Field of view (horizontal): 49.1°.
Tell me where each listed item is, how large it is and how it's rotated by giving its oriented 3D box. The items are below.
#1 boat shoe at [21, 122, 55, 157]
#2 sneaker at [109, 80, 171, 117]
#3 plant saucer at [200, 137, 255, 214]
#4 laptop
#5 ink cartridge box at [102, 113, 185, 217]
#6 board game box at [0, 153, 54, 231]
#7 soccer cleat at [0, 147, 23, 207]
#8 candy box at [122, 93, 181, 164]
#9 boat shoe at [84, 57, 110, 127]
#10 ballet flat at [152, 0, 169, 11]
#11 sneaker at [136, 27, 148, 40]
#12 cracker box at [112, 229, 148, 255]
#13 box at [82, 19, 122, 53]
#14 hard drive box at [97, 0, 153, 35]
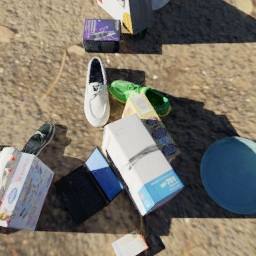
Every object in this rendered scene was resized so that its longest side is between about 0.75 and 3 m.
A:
[{"bbox_3d":[-3.252,0.439,10.189,0.633,0.505,1.674,22,69,9],"label":"boat shoe"},{"bbox_3d":[0.489,-1.304,10.622,2.520,1.053,0.933,22,69,10],"label":"sneaker"},{"bbox_3d":[3.828,1.629,9.772,2.692,0.369,2.692,0,67,0],"label":"plant saucer"},{"bbox_3d":[-1.339,1.908,9.301,1.929,0.996,1.709,-32,70,-14],"label":"laptop"},{"bbox_3d":[0.336,1.219,8.979,1.178,2.009,2.744,-24,70,-19],"label":"ink cartridge box"},{"bbox_3d":[-3.082,2.053,8.677,0.422,2.048,2.053,12,67,8],"label":"board game box"},{"bbox_3d":[-4.367,2.015,9.385,1.119,0.999,2.884,12,75,43],"label":"soccer cleat"},{"bbox_3d":[0.718,0.193,9.707,0.683,1.426,2.470,-22,70,-19],"label":"candy box"},{"bbox_3d":[-1.173,-1.448,10.738,0.999,0.950,2.774,2,67,1],"label":"boat shoe"},{"bbox_3d":[1.778,-6.272,12.895,2.224,0.772,0.772,-38,72,-14],"label":"ballet flat"},{"bbox_3d":[0.559,-4.351,12.273,0.543,0.497,1.274,9,59,12],"label":"sneaker"},{"bbox_3d":[0.057,3.748,8.921,0.981,0.283,0.657,-26,70,-11],"label":"cracker box"},{"bbox_3d":[-1.068,-3.891,11.836,1.577,0.823,1.167,0,67,1],"label":"box"},{"bbox_3d":[-0.285,-5.638,11.559,1.102,2.235,2.868,-33,59,-12],"label":"hard drive box"}]
